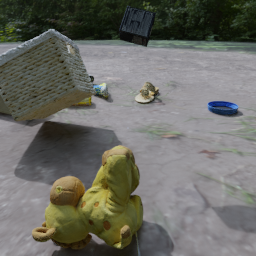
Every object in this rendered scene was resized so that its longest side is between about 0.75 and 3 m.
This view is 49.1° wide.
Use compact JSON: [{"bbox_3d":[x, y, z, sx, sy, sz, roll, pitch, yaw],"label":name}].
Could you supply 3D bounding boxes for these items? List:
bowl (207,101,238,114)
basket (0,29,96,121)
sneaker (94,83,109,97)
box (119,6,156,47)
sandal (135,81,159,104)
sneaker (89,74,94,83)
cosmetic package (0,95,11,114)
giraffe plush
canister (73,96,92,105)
[{"bbox_3d":[4.125,-0.890,12.225,1.291,0.253,1.291,0,22,0],"label":"bowl"},{"bbox_3d":[-2.849,-1.672,9.780,2.641,2.124,2.617,-23,2,8],"label":"basket"},{"bbox_3d":[-1.460,-1.890,14.416,0.858,0.618,1.633,-13,15,-1],"label":"sneaker"},{"bbox_3d":[0.260,-2.835,7.836,0.827,0.833,0.514,16,-13,3],"label":"box"},{"bbox_3d":[0.988,-1.973,14.143,0.920,0.825,2.509,8,23,19],"label":"sandal"},{"bbox_3d":[-3.232,-3.067,16.780,1.988,0.756,1.437,-9,33,-46],"label":"sneaker"},{"bbox_3d":[-4.993,-1.263,12.231,2.614,0.955,1.353,12,25,24],"label":"cosmetic package"},{"bbox_3d":[-0.688,1.446,5.079,1.725,1.836,2.127,-7,56,9],"label":"giraffe plush"},{"bbox_3d":[-2.312,-1.356,13.053,1.182,0.512,0.878,0,22,-4],"label":"canister"}]
